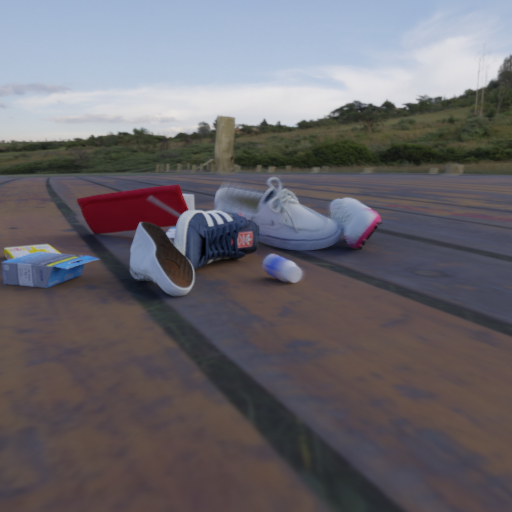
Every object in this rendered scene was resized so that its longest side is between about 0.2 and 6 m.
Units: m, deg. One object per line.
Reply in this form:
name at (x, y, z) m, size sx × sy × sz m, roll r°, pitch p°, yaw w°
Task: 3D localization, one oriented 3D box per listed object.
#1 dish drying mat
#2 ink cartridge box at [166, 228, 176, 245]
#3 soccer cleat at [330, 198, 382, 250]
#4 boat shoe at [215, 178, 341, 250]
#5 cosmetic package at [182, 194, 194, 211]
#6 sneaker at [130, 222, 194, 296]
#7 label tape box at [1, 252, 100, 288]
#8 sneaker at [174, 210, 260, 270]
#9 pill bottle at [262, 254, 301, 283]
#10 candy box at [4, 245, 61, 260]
dish drying mat at (-2.901, -1.051, 13.218) m, size 2.727 × 1.047 × 0.248 m, roll -5°, pitch 36°, yaw 20°
ink cartridge box at (-1.449, -0.275, 11.414) m, size 0.751 × 0.439 × 1.294 m, roll 0°, pitch 11°, yaw -1°
soccer cleat at (2.036, -0.778, 12.156) m, size 1.101 × 0.891 × 2.551 m, roll 37°, pitch 9°, yaw 4°
boat shoe at (0.393, -1.036, 12.132) m, size 2.983 × 1.272 × 1.102 m, roll 15°, pitch 40°, yaw 28°
cosmetic package at (-2.440, -1.545, 17.343) m, size 0.700 × 0.696 × 0.837 m, roll 8°, pitch 15°, yaw 36°
sneaker at (-1.518, 0.229, 8.722) m, size 0.677 × 0.787 × 1.859 m, roll 18°, pitch 20°, yaw -34°
label tape box at (-3.256, 0.229, 8.946) m, size 1.221 × 0.404 × 0.875 m, roll 6°, pitch 13°, yaw 18°
sneaker at (-0.615, -0.322, 10.222) m, size 1.174 × 1.042 × 2.779 m, roll 9°, pitch 16°, yaw 12°
pill bottle at (0.422, 0.218, 9.001) m, size 0.353 × 0.353 × 0.630 m, roll -8°, pitch 21°, yaw -36°
candy box at (-4.159, 0.017, 10.482) m, size 0.845 × 0.218 × 1.654 m, roll -9°, pitch 14°, yaw -29°
